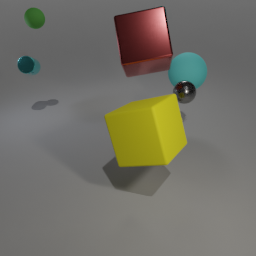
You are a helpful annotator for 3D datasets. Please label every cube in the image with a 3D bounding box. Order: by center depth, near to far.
[{"bbox_3d":[0.492,0.056,7.109,1.400,1.400,1.400,-8,14,34],"label":"cube"},{"bbox_3d":[0.461,-2.407,8.088,1.400,1.400,1.400,-9,-4,5],"label":"cube"}]

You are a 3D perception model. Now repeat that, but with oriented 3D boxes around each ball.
[{"bbox_3d":[1.710,-1.082,8.474,0.700,0.700,0.700,0,30,0],"label":"ball"},{"bbox_3d":[-3.273,-3.848,9.829,0.700,0.700,0.700,0,30,0],"label":"ball"},{"bbox_3d":[2.170,-2.041,10.245,1.400,1.400,1.400,0,30,0],"label":"ball"}]

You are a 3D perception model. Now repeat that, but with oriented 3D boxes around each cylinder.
[{"bbox_3d":[-3.983,-2.509,11.295,0.700,0.700,0.700,1,6,1],"label":"cylinder"}]
